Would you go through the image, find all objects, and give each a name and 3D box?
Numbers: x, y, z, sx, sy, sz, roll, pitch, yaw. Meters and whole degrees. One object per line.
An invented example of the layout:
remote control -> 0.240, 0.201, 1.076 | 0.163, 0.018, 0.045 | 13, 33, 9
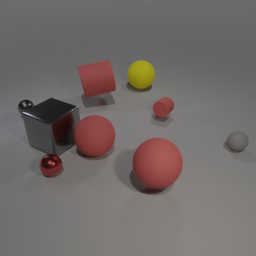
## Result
ball -> 0.827, 0.971, 7.850 | 1.400, 1.400, 1.400 | 0, 32, 0
ball -> -4.334, -0.866, 11.942 | 0.700, 0.700, 0.700 | 0, 32, 0
cylinder -> -1.369, -2.171, 12.390 | 1.400, 1.400, 1.400 | -14, 33, -6
ball -> -2.413, 1.154, 8.767 | 0.700, 0.700, 0.700 | 0, 32, 0
ball -> -1.124, 0.255, 9.469 | 1.400, 1.400, 1.400 | 0, 32, 0
ball -> 3.850, 0.449, 9.810 | 0.700, 0.700, 0.700 | 0, 32, 0
cylinder -> 1.480, -0.873, 11.649 | 0.700, 0.700, 0.700 | 17, 28, 25
ball -> 0.668, -2.711, 14.231 | 1.400, 1.400, 1.400 | 0, 32, 0
cube -> -2.663, -0.061, 10.017 | 1.400, 1.400, 1.400 | 19, 38, 28
